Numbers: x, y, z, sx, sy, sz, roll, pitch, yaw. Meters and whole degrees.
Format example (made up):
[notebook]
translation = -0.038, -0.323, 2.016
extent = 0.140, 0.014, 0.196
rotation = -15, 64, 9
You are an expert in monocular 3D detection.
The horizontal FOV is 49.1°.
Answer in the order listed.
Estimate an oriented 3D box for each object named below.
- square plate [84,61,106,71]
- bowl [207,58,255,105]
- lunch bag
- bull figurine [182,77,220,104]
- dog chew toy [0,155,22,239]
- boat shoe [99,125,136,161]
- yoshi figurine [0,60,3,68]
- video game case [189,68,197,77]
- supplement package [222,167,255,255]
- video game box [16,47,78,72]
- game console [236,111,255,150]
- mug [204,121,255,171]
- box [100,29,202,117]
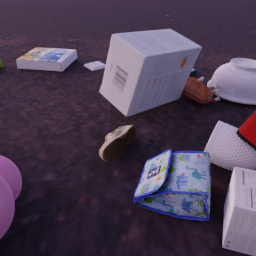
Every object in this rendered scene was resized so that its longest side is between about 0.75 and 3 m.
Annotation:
[square plate]
translation = -1.395, -2.717, 12.133
extent = 0.799, 0.115, 0.806
rotation = -21, 38, -30
[bowl]
translation = 3.969, -1.738, 9.595
extent = 2.297, 1.032, 2.297
rotation = 4, 31, -2
[lunch bag]
translation = 0.893, 1.058, 5.509
extent = 1.396, 0.890, 1.187
rotation = -2, 33, 20
[bull figurine]
translation = 2.224, -1.405, 9.519
extent = 1.189, 0.638, 1.959
rotation = -12, 41, -27
[dog chew toy]
translation = -2.628, 1.358, 4.354
extent = 1.724, 1.724, 2.769
rotation = 4, 25, 6
[boat shoe]
translation = -0.322, 0.345, 6.946
extent = 0.471, 0.523, 1.451
rotation = 6, 30, 30
[yoshi figurine]
translation = -5.588, -2.751, 11.729
extent = 0.656, 0.654, 1.168
rotation = -14, 37, -33
[video game case]
translation = 1.275, -2.233, 11.263
extent = 2.492, 0.236, 1.780
rotation = -23, 39, -30
[supplement package]
translation = 2.362, 1.454, 4.659
extent = 1.339, 1.016, 1.008
rotation = 10, 34, 15
[video game box]
translation = -3.505, -3.057, 12.346
extent = 2.041, 0.478, 1.859
rotation = 5, 30, 8
[game console]
translation = 3.544, 0.310, 5.416
extent = 1.409, 2.046, 2.374
rotation = -42, 73, -18
[mug]
translation = 2.442, 0.468, 6.413
extent = 1.130, 0.951, 1.289
rotation = 25, 17, 18
[box]
translation = 0.668, -1.740, 8.430
extent = 2.543, 1.936, 1.352
rotation = -21, 52, -40
